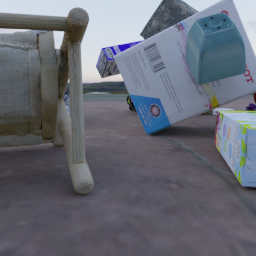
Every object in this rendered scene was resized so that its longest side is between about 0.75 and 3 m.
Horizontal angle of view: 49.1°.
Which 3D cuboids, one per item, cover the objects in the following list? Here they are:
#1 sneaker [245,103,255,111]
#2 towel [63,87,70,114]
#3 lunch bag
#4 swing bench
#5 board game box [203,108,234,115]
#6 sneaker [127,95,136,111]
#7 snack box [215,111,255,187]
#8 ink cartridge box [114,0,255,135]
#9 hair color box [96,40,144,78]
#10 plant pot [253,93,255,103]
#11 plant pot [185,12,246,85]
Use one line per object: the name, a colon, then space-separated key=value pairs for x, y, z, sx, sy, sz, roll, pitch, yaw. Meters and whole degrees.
sneaker: x=3.195 y=-0.298 z=7.257 sx=0.640 sy=0.662 sz=1.587 roll=2 pitch=9 yaw=15
towel: x=-3.098 y=-0.806 z=8.928 sx=2.302 sy=1.190 sz=2.780 roll=-2 pitch=8 yaw=-6
lunch bag: x=1.852 y=-2.885 z=8.865 sx=2.247 sy=1.611 sz=2.740 roll=37 pitch=22 yaw=-1
swing bench: x=-2.064 y=-0.321 z=3.481 sx=2.749 sy=1.793 sz=2.764 roll=-3 pitch=8 yaw=-20
board game box: x=3.732 y=-0.692 z=11.635 sx=1.132 sy=0.196 sz=0.715 roll=-4 pitch=9 yaw=-24
sneaker: x=0.411 y=-1.172 z=12.368 sx=1.194 sy=1.007 sz=2.731 roll=1 pitch=5 yaw=19
snack box: x=2.200 y=0.184 z=3.717 sx=1.756 sy=0.705 sz=2.082 roll=2 pitch=10 yaw=9
ink cartridge box: x=1.471 y=-1.330 z=6.686 sx=2.680 sy=1.966 sz=1.957 roll=-22 pitch=1 yaw=18
hair color box: x=-0.116 y=-2.703 z=10.921 sx=2.084 sy=0.675 sz=1.139 roll=-20 pitch=-17 yaw=-27
plant pot: x=3.927 y=-0.961 z=6.012 sx=2.049 sy=1.866 sz=2.049 roll=18 pitch=28 yaw=-10
plant pot: x=1.481 y=-1.421 z=4.795 sx=0.860 sy=0.876 sz=0.857 roll=-15 pitch=50 yaw=4
